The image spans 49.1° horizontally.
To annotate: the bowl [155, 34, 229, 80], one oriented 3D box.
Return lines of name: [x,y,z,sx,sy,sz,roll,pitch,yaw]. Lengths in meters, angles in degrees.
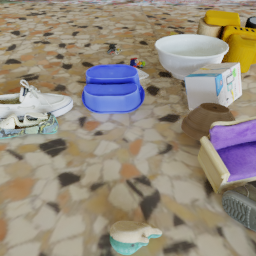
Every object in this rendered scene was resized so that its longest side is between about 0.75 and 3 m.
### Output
bowl: [2.319,-2.582,10.556,2.656,1.194,2.656,-1,35,1]

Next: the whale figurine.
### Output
whale figurine: [0.127,1.913,4.889,0.936,0.486,0.745,5,2,-31]

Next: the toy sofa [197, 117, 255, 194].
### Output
toy sofa: [2.762,0.434,5.794,2.389,1.166,0.989,-10,50,-11]

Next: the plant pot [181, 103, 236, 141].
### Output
plant pot: [2.198,-0.216,7.298,1.508,0.696,1.508,5,24,-2]

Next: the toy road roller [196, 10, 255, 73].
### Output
toy road roller: [4.125,-3.385,11.267,2.861,1.758,2.089,13,48,10]

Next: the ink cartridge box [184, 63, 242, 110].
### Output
ink cartridge box: [2.641,-1.279,8.602,1.078,1.083,1.477,10,32,45]

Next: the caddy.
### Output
caddy: [-0.474,-1.148,8.706,1.997,1.048,1.412,0,56,2]

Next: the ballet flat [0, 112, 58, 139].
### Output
ballet flat: [-2.850,-0.138,7.595,1.845,0.685,0.685,-7,36,-9]

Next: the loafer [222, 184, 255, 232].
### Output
loafer: [2.788,1.623,4.889,0.776,0.838,2.229,-31,45,-31]

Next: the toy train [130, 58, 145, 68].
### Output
toy train: [0.457,-2.572,11.103,0.531,0.388,0.917,1,9,-22]

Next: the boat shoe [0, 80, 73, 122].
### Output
boat shoe: [-2.928,-0.864,8.219,2.537,1.082,0.937,-8,36,-12]

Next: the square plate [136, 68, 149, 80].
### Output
square plate: [0.122,-2.009,10.677,1.020,0.145,1.011,-22,41,-28]

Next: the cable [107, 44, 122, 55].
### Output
cable: [-0.722,-3.594,12.959,0.638,0.330,1.313,-25,27,-5]

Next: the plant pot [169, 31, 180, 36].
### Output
plant pot: [2.161,-3.458,12.104,0.999,0.970,0.976,16,37,5]
